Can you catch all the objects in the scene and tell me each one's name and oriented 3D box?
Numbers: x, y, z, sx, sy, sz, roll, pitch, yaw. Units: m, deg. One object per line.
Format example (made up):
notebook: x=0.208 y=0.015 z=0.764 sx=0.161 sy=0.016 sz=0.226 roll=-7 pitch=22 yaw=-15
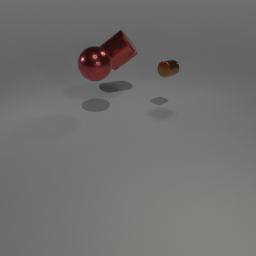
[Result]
cylinder: x=-0.477 y=-3.795 z=13.715 sx=1.400 sy=1.400 sz=1.400 roll=-33 pitch=25 yaw=16
ball: x=-1.343 y=-2.610 z=11.427 sx=1.400 sy=1.400 sz=1.400 roll=0 pitch=29 yaw=0
cylinder: x=1.768 y=-2.600 z=12.260 sx=0.700 sy=0.700 sz=0.700 roll=26 pitch=32 yaw=38
